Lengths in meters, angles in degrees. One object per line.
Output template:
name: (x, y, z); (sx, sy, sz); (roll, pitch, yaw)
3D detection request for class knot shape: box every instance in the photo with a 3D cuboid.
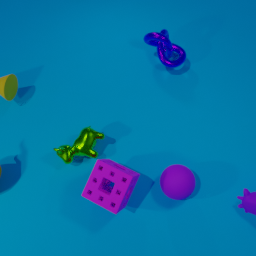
knot shape: (1.204, -2.850, 9.642); (1.495, 0.738, 1.598); (22, 37, -39)

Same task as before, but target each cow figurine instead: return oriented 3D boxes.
cow figurine: (-1.421, 0.479, 8.069); (1.245, 0.695, 1.265); (20, 85, -10)
cow figurine: (3.652, 1.703, 7.380); (1.443, 0.805, 1.467); (-4, 27, 23)

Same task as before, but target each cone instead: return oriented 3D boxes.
cone: (-4.147, -1.373, 8.962); (0.873, 0.869, 0.869); (11, 60, 4)

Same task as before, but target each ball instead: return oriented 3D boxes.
ball: (1.318, 1.437, 7.457); (0.935, 0.935, 0.935); (0, 60, 0)

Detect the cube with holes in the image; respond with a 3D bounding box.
cube with holes: (-0.406, 1.447, 7.180); (0.975, 0.975, 0.975); (24, 90, 14)

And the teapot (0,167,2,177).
teapot: (-3.889, 1.217, 7.484); (0.745, 0.946, 1.521); (17, 105, -1)
